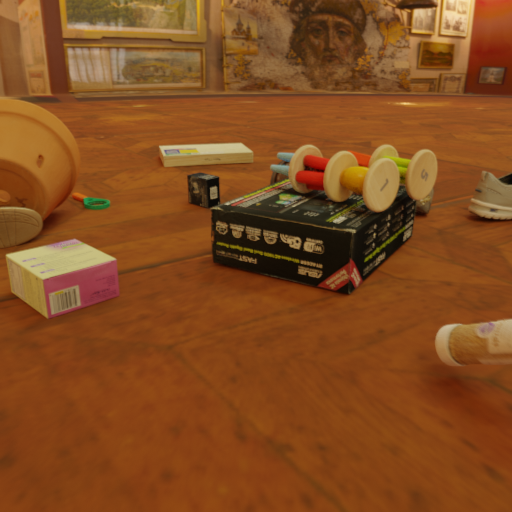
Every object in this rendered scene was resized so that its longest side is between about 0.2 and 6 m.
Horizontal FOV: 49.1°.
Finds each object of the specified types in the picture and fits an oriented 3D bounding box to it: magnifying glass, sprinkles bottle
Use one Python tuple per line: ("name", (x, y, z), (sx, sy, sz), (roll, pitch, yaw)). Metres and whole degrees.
("magnifying glass", (-3.880, -1.267, 12.997), (0.554, 0.156, 1.393), (-18, 29, -39))
("sprinkles bottle", (2.405, 0.860, 5.551), (0.443, 0.443, 1.299), (-12, -4, -30))

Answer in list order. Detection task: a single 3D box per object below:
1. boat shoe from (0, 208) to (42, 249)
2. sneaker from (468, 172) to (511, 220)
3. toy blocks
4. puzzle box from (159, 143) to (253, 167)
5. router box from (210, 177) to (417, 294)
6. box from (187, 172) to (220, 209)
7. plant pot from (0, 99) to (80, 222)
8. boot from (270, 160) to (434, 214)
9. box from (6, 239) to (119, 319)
("boat shoe", (-4.993, -0.491, 10.009), (2.163, 0.778, 0.701), (-18, 31, -27))
("sneaker", (5.759, -1.334, 11.801), (2.519, 1.033, 0.941), (-4, 21, -18))
("toy blocks", (1.571, -1.480, 9.576), (1.934, 0.843, 2.321), (-17, 27, -39))
("puzzle box", (-1.656, -3.267, 18.020), (2.819, 0.358, 1.876), (-5, 21, -12))
("router box", (1.124, -0.568, 9.787), (2.466, 1.022, 3.290), (13, 24, 29))
("box", (-1.197, -1.498, 12.798), (0.411, 0.689, 0.701), (-20, 28, -41))
("plant pot", (-4.804, -1.576, 10.939), (2.462, 2.462, 1.723), (-3, 36, -8))
("boot", (2.180, -1.473, 12.257), (2.973, 0.955, 2.771), (20, 23, 36))
("box", (-2.797, 0.292, 8.098), (1.102, 0.605, 1.252), (-19, 28, -41))
